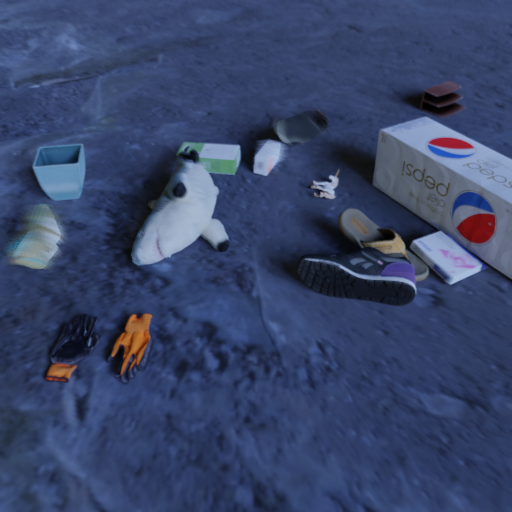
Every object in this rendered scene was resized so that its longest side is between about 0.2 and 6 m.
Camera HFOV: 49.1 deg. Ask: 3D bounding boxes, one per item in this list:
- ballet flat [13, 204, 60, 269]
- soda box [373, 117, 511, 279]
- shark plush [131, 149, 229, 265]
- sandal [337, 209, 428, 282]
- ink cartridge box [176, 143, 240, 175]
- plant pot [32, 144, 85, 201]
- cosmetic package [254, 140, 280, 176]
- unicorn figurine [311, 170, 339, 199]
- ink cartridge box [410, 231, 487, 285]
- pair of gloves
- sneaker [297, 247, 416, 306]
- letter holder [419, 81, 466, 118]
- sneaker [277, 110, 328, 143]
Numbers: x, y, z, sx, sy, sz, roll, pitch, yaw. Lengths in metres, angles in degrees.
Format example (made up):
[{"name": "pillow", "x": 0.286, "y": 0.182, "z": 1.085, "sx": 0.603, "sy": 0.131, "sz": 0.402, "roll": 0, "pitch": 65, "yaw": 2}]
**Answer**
[{"name": "ballet flat", "x": -4.169, "y": -0.357, "z": 10.909, "sx": 0.723, "sy": 0.723, "sz": 2.046, "roll": -6, "pitch": 29, "yaw": -7}, {"name": "soda box", "x": 4.528, "y": -1.340, "z": 11.903, "sx": 1.447, "sy": 1.548, "sz": 4.545, "roll": -19, "pitch": 41, "yaw": -23}, {"name": "shark plush", "x": -1.844, "y": -1.418, "z": 12.156, "sx": 1.630, "sy": 1.778, "sz": 3.914, "roll": -26, "pitch": 46, "yaw": 17}, {"name": "sandal", "x": 2.495, "y": -0.280, "z": 11.087, "sx": 0.860, "sy": 0.578, "sz": 2.141, "roll": -30, "pitch": 65, "yaw": -31}, {"name": "ink cartridge box", "x": -1.205, "y": -2.499, "z": 14.296, "sx": 1.503, "sy": 0.446, "sz": 0.780, "roll": 6, "pitch": 38, "yaw": 8}, {"name": "plant pot", "x": -4.479, "y": -1.883, "z": 13.024, "sx": 1.020, "sy": 1.042, "sz": 1.023, "roll": -6, "pitch": 38, "yaw": -7}, {"name": "cosmetic package", "x": 0.284, "y": -2.496, "z": 14.229, "sx": 0.351, "sy": 0.500, "sz": 0.985, "roll": 17, "pitch": 40, "yaw": 12}, {"name": "unicorn figurine", "x": 1.669, "y": -1.636, "z": 13.327, "sx": 0.668, "sy": 0.359, "sz": 0.972, "roll": 5, "pitch": 52, "yaw": -10}, {"name": "ink cartridge box", "x": 3.854, "y": -0.032, "z": 11.126, "sx": 1.147, "sy": 0.248, "sz": 1.126, "roll": -20, "pitch": 51, "yaw": -27}, {"name": "pair of gloves", "x": -2.552, "y": 1.531, "z": 9.328, "sx": 1.658, "sy": 0.205, "sz": 1.477, "roll": -1, "pitch": 39, "yaw": 4}, {"name": "sneaker", "x": 1.862, "y": 0.254, "z": 10.453, "sx": 2.183, "sy": 0.827, "sz": 0.956, "roll": 13, "pitch": 46, "yaw": 2}, {"name": "letter holder", "x": 5.776, "y": -4.747, "z": 17.053, "sx": 1.262, "sy": 0.635, "sz": 0.897, "roll": -26, "pitch": 46, "yaw": -29}, {"name": "sneaker", "x": 1.522, "y": -3.389, "z": 14.504, "sx": 1.118, "sy": 0.787, "sz": 2.105, "roll": -6, "pitch": 17, "yaw": 35}]
